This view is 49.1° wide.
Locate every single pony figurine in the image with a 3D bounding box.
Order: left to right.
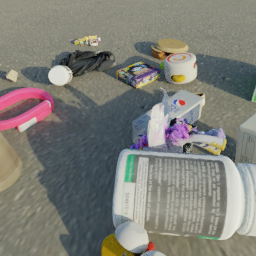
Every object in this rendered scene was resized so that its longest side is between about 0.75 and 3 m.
[{"bbox_3d":[1.074,0.313,6.613,2.213,2.136,1.843,14,23,13],"label":"pony figurine"}]

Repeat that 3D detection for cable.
[{"bbox_3d":[-1.909,-2.870,11.952,2.046,0.637,2.507,27,45,31],"label":"cable"}]

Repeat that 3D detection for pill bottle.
[{"bbox_3d":[-2.491,-1.932,10.299,0.718,0.718,1.235,-1,12,-1],"label":"pill bottle"},{"bbox_3d":[1.210,1.301,5.547,2.857,1.616,1.616,4,37,6],"label":"pill bottle"}]

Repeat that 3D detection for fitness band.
[{"bbox_3d":[-3.596,-0.631,9.122,1.774,0.462,2.469,21,41,26],"label":"fitness band"}]

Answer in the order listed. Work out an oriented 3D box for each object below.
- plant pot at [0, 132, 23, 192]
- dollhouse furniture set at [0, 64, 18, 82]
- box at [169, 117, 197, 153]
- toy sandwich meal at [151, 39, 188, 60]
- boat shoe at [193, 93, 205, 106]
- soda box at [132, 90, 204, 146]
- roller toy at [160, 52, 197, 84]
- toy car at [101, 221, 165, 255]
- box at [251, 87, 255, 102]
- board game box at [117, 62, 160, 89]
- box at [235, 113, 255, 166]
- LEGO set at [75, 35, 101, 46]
[{"bbox_3d":[-3.515,0.610,6.702,1.597,1.386,1.597,-1,37,1],"label":"plant pot"},{"bbox_3d":[-5.721,-1.845,11.000,2.161,1.712,1.534,9,74,49],"label":"dollhouse furniture set"},{"bbox_3d":[1.372,0.299,7.481,0.680,0.919,0.480,27,41,30],"label":"box"},{"bbox_3d":[1.967,-3.652,13.094,1.729,0.592,1.729,3,36,-2],"label":"toy sandwich meal"},{"bbox_3d":[1.930,-1.028,9.608,1.429,0.494,0.527,-1,37,-2],"label":"boat shoe"},{"bbox_3d":[1.231,-0.249,8.327,0.846,0.786,2.478,28,45,32],"label":"soda box"},{"bbox_3d":[2.053,-2.291,10.906,1.236,0.947,1.355,-24,35,-14],"label":"roller toy"},{"bbox_3d":[0.203,2.386,4.719,1.078,1.258,1.437,17,18,-45],"label":"toy car"},{"bbox_3d":[5.865,-1.739,9.949,2.205,1.208,2.498,18,40,22],"label":"box"},{"bbox_3d":[0.420,-2.142,11.185,1.379,0.391,1.140,-30,45,-34],"label":"board game box"},{"bbox_3d":[4.028,0.731,6.221,1.143,1.396,2.941,-30,39,-33],"label":"box"},{"bbox_3d":[-2.013,-4.324,14.182,1.328,0.494,0.611,-15,5,-11],"label":"LEGO set"}]
